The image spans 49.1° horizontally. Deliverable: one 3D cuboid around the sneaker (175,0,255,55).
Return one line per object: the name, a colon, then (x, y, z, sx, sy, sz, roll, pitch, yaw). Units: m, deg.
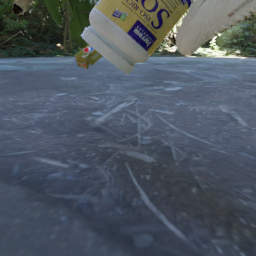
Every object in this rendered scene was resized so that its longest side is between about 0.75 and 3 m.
sneaker: (1.828, -2.211, 4.971, 1.001, 2.486, 0.950, 42, 35, 6)

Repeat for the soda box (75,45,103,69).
soda box: (-1.358, -3.040, 11.180, 0.550, 0.519, 1.623, 21, 52, 28)

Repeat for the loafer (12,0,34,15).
loafer: (-2.714, -3.286, 7.253, 1.069, 0.404, 0.365, -34, 29, 50)

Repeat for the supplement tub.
supplement tub: (0.222, -3.027, 7.493, 1.988, 2.734, 1.988, 38, 11, -9)
